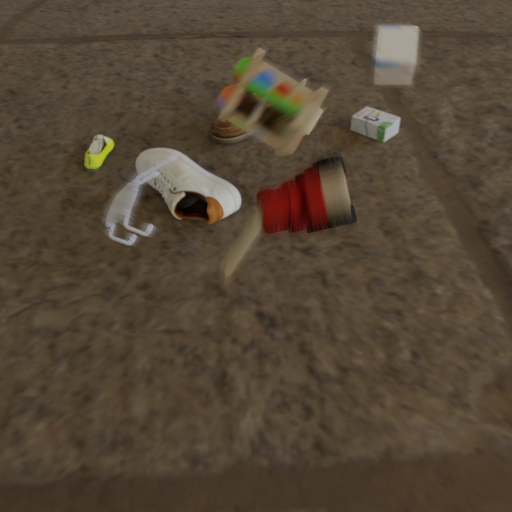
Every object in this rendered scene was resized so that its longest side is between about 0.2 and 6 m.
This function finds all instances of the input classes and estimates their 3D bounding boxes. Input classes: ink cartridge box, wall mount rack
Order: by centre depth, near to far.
[{"bbox_3d":[-1.982,-1.004,9.513,0.648,1.738,1.510,20,73,-24],"label":"wall mount rack"},{"bbox_3d":[2.409,-3.439,9.750,0.662,1.030,0.645,5,84,10],"label":"ink cartridge box"},{"bbox_3d":[3.369,-3.734,15.890,1.131,0.495,0.822,28,48,31],"label":"ink cartridge box"}]

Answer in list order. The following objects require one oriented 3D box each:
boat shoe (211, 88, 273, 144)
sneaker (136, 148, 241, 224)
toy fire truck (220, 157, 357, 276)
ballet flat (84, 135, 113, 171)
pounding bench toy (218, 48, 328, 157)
[{"bbox_3d":[-0.285,-4.372,16.146,1.192,1.127,3.315,19,44,21],"label":"boat shoe"},{"bbox_3d":[-1.872,-1.614,12.907,2.963,1.079,1.254,25,44,25],"label":"sneaker"},{"bbox_3d":[0.263,-0.457,6.952,1.659,1.067,1.460,-13,1,-8],"label":"toy fire truck"},{"bbox_3d":[-4.163,-2.872,14.823,0.547,0.549,1.638,2,40,3],"label":"ballet flat"},{"bbox_3d":[0.271,-3.237,11.665,1.890,1.505,2.423,29,4,-10],"label":"pounding bench toy"}]
